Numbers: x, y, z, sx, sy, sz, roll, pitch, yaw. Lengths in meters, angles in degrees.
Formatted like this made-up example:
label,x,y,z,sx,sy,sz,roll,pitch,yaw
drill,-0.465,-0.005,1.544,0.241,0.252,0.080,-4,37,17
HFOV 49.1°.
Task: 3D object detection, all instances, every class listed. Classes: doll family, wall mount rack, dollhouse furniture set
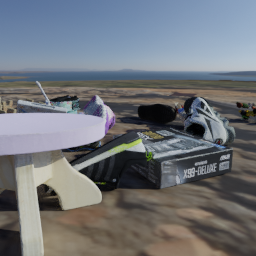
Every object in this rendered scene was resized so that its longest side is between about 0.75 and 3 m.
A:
label,x,y,z,sx,sy,sz,roll,pitch,yaw
doll family,5.875,-0.682,12.923,1.229,0.835,2.127,-2,15,-33
wall mount rack,-3.964,-1.174,12.817,0.759,1.770,2.037,9,8,-23
dollhouse furniture set,-5.242,-0.541,12.170,2.454,1.278,2.481,16,17,17

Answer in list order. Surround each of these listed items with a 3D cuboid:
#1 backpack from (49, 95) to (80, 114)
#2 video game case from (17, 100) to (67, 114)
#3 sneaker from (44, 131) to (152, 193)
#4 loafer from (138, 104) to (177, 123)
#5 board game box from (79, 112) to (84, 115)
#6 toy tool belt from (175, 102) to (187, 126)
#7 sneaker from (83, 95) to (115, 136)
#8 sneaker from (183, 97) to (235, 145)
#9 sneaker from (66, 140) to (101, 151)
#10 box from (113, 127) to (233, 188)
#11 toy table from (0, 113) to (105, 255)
label,x,y,z,sx,sy,sz,roll,pitch,yaw
backpack,-3.236,-1.070,13.949,1.277,1.083,1.439,7,12,27
video game case,-2.742,-0.180,8.829,1.425,1.564,0.172,9,50,-15
sneaker,-0.552,0.899,5.654,2.268,0.939,0.813,-27,2,-7
loafer,1.456,-0.779,13.124,0.853,0.873,2.392,-10,15,-36
board game box,-2.105,-0.637,14.079,0.648,0.192,0.852,-4,13,-17
toy tool belt,2.652,-0.635,11.759,0.988,1.004,1.607,-22,29,5
sneaker,-0.974,-0.334,10.906,1.183,1.077,2.677,39,13,-25
sneaker,2.394,-0.295,9.790,1.238,1.037,2.799,-11,29,-12
sneaker,-1.381,0.436,8.448,1.102,0.457,0.391,-2,43,-5
box,1.008,0.626,7.241,2.010,0.634,2.549,-6,14,-25
toy table,-1.779,0.688,4.618,2.844,1.666,2.615,-2,12,-12
